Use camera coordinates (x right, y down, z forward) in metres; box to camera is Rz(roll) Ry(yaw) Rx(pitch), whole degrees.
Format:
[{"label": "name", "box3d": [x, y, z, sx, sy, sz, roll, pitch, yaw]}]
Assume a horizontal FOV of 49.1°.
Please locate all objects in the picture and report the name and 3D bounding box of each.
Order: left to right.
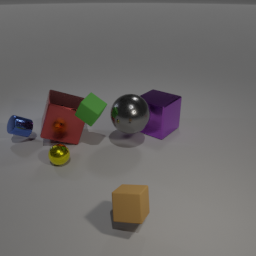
[{"label": "cylinder", "box3d": [-4.004, -0.063, 10.387, 0.700, 0.700, 0.700, 17, 10, -44]}, {"label": "ball", "box3d": [-2.269, 0.875, 9.234, 0.700, 0.700, 0.700, 0, 27, 0]}, {"label": "cube", "box3d": [-2.409, -0.418, 10.508, 1.400, 1.400, 1.400, 13, 24, -20]}, {"label": "cube", "box3d": [-1.254, -0.629, 9.502, 0.700, 0.700, 0.700, 36, 43, -2]}, {"label": "ball", "box3d": [0.080, -0.489, 9.786, 1.400, 1.400, 1.400, 0, 27, 0]}, {"label": "cube", "box3d": [0.077, 1.769, 6.611, 0.700, 0.700, 0.700, -2, 4, 19]}, {"label": "cube", "box3d": [1.171, -0.588, 11.260, 1.400, 1.400, 1.400, 20, 33, 33]}]
